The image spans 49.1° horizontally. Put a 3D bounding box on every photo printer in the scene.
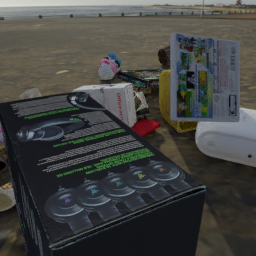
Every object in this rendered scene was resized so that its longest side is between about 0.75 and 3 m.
[{"bbox_3d":[3.108,0.161,7.386,2.511,0.872,2.089,13,29,23],"label":"photo printer"}]

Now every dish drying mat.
[{"bbox_3d":[-0.143,0.212,8.065,0.922,0.218,2.400,22,35,39],"label":"dish drying mat"}]

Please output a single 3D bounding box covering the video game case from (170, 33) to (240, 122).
[{"bbox_3d":[1.741,-1.075,6.247,1.712,1.878,0.207,1,-1,-19],"label":"video game case"}]

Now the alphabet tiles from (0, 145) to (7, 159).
[{"bbox_3d":[-3.979,0.336,7.946,2.535,0.096,2.119,-3,27,-5],"label":"alphabet tiles"}]

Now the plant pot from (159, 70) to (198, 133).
[{"bbox_3d":[1.912,-1.140,9.117,1.810,1.822,1.864,-11,24,-21],"label":"plant pot"}]

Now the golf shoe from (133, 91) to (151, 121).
[{"bbox_3d":[0.023,-0.854,9.328,0.781,0.891,2.023,-19,21,-31],"label":"golf shoe"}]

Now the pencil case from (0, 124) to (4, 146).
[{"bbox_3d":[-3.770,0.157,7.204,2.172,0.985,0.903,-13,12,-24],"label":"pencil case"}]

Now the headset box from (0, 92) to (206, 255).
[{"bbox_3d":[-0.522,1.197,3.415,1.333,2.501,2.873,-13,28,-26],"label":"headset box"}]

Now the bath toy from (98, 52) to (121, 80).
[{"bbox_3d":[-1.001,-3.168,14.169,1.055,0.896,2.425,3,27,7],"label":"bath toy"}]

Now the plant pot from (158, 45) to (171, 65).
[{"bbox_3d":[2.458,-4.197,16.039,1.233,1.246,1.246,-22,33,-22],"label":"plant pot"}]

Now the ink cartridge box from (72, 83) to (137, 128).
[{"bbox_3d":[-0.669,-0.640,8.338,1.689,1.240,0.700,1,21,23],"label":"ink cartridge box"}]

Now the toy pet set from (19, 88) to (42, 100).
[{"bbox_3d":[-3.377,-0.695,9.622,1.499,0.852,1.605,-26,7,34],"label":"toy pet set"}]

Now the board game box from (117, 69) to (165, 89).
[{"bbox_3d":[1.220,-2.216,12.375,2.839,0.400,1.920,-12,28,-39],"label":"board game box"}]

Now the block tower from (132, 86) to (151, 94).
[{"bbox_3d":[0.421,-1.577,11.600,1.041,0.281,0.301,-5,26,-13],"label":"block tower"}]

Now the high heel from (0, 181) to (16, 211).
[{"bbox_3d":[-2.439,1.325,5.792,1.280,0.457,0.912,-28,8,-18],"label":"high heel"}]

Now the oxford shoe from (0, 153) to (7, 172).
[{"bbox_3d":[-3.848,0.997,5.655,0.997,0.975,2.735,24,35,32],"label":"oxford shoe"}]
